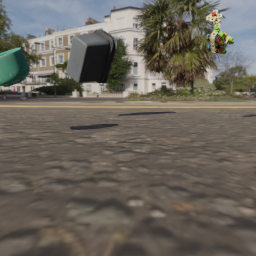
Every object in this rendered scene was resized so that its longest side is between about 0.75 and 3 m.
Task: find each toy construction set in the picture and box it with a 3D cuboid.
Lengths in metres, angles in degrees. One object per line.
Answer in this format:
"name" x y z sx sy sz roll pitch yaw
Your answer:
"toy construction set" 3.119 -3.169 9.580 0.733 1.044 1.592 27 -15 46

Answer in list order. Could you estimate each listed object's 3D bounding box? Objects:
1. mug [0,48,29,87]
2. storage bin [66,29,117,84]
"mug" -2.917 -1.413 6.723 1.148 0.710 0.943 10 37 46
"storage bin" -1.717 -3.027 11.923 1.616 2.220 1.491 41 38 26
